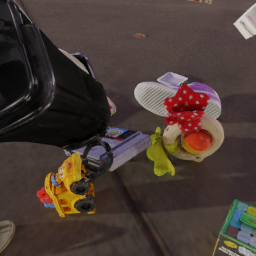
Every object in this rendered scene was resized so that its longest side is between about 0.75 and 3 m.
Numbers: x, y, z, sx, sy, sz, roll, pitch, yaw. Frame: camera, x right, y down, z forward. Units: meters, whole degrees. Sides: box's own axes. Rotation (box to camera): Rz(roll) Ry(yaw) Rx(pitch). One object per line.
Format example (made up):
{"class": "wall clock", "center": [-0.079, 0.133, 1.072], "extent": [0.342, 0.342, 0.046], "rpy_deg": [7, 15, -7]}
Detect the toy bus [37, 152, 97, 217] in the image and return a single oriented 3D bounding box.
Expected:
{"class": "toy bus", "center": [-1.387, 1.291, 6.111], "extent": [1.268, 1.320, 0.896], "rpy_deg": [-11, 38, -2]}

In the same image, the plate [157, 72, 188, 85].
{"class": "plate", "center": [1.779, -1.917, 11.236], "extent": [0.921, 0.149, 0.919], "rpy_deg": [27, 46, 31]}

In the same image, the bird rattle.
{"class": "bird rattle", "center": [1.487, 0.099, 7.035], "extent": [1.886, 2.314, 1.303], "rpy_deg": [16, 34, -18]}

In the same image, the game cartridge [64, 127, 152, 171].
{"class": "game cartridge", "center": [-0.584, 0.436, 7.310], "extent": [1.413, 0.419, 2.180], "rpy_deg": [-34, 26, -32]}

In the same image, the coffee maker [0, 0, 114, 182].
{"class": "coffee maker", "center": [-1.271, -0.424, 4.503], "extent": [2.607, 1.828, 2.714], "rpy_deg": [45, 6, 10]}

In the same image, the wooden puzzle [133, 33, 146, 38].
{"class": "wooden puzzle", "center": [0.649, -5.144, 15.561], "extent": [0.848, 0.060, 0.503], "rpy_deg": [19, 41, 23]}

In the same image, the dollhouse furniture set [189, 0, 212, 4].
{"class": "dollhouse furniture set", "center": [1.674, -4.068, 8.112], "extent": [0.802, 0.606, 1.490], "rpy_deg": [-14, 34, -44]}

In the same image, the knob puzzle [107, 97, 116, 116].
{"class": "knob puzzle", "center": [-1.750, -0.810, 9.561], "extent": [2.968, 0.411, 2.968], "rpy_deg": [0, 37, 0]}

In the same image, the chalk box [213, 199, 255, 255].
{"class": "chalk box", "center": [2.155, 1.977, 5.022], "extent": [0.904, 1.448, 0.898], "rpy_deg": [22, 42, 26]}

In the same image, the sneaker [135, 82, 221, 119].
{"class": "sneaker", "center": [1.706, -1.099, 9.576], "extent": [2.836, 1.028, 1.617], "rpy_deg": [17, 35, 6]}

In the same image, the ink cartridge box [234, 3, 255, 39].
{"class": "ink cartridge box", "center": [3.384, -2.905, 7.537], "extent": [0.912, 0.586, 0.571], "rpy_deg": [-43, 6, -6]}

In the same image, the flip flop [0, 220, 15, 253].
{"class": "flip flop", "center": [-3.222, 2.201, 5.474], "extent": [1.901, 0.547, 0.771], "rpy_deg": [-6, 38, -8]}
